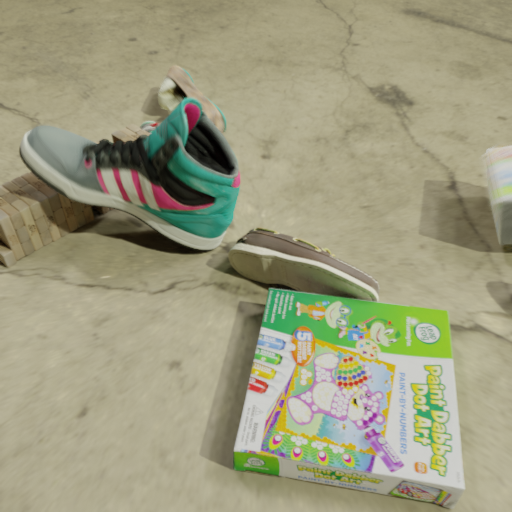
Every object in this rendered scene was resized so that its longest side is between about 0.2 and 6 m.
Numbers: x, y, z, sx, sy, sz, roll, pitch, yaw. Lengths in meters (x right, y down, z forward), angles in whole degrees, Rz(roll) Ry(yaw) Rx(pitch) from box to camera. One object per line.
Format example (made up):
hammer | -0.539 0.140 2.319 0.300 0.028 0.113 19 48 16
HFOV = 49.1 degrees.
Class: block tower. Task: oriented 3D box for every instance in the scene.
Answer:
block tower | -3.103 -1.141 9.594 0.891 0.953 3.298 32 53 29

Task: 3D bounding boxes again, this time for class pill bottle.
pill bottle | -2.106 -2.352 11.224 0.409 0.409 0.724 -10 45 -10

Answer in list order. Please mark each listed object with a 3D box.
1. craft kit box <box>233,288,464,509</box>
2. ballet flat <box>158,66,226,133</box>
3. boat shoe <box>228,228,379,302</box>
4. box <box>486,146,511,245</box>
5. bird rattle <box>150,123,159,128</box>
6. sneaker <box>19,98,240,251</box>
craft kit box | 1.170 1.612 6.995 2.495 0.613 2.526 8 45 5
ballet flat | -1.567 -3.297 11.890 0.862 0.872 2.563 -22 47 -22
boat shoe | 0.757 0.144 8.332 2.362 0.849 0.703 16 49 24
box | 4.336 -1.052 9.128 0.952 0.858 1.692 -5 37 19
bird rattle | -1.413 -1.924 10.307 1.269 1.035 0.715 32 55 16
sneaker | -1.659 -1.538 8.316 3.385 2.044 1.415 24 37 -14
